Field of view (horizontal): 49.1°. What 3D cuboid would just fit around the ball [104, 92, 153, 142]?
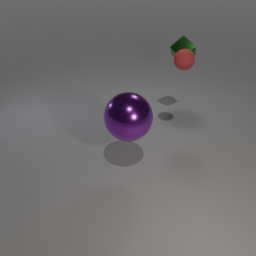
[{"bbox_3d":[0.011,-0.314,7.951,1.400,1.400,1.400,0,30,0],"label":"ball"}]

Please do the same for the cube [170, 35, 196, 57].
[{"bbox_3d":[2.158,-3.018,10.961,0.700,0.700,0.700,-41,73,4],"label":"cube"}]

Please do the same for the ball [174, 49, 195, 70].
[{"bbox_3d":[1.890,-2.289,9.386,0.700,0.700,0.700,0,30,0],"label":"ball"}]
